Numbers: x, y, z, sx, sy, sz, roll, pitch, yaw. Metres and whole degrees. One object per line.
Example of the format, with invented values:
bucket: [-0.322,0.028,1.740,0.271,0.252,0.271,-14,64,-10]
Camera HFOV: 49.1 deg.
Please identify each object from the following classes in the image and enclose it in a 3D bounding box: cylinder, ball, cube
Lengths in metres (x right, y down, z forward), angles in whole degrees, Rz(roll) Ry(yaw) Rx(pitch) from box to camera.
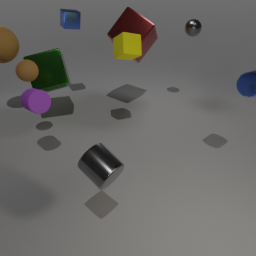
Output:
cylinder: [-2.774,-0.817,8.424,0.700,0.700,0.700,-21,24,-32]
ball: [-3.240,-1.839,8.996,0.700,0.700,0.700,0,30,0]
ball: [-4.972,-3.232,10.880,1.400,1.400,1.400,0,30,0]
cube: [-0.025,-2.739,9.436,0.700,0.700,0.700,-2,0,-31]
cube: [-3.221,-2.270,11.406,1.400,1.400,1.400,-16,6,-5]
cube: [0.227,-3.834,11.679,1.400,1.400,1.400,38,4,11]
cylinder: [3.567,-1.273,7.966,0.700,0.700,0.700,26,32,37]
cube: [-2.455,-4.619,11.879,0.700,0.700,0.700,-8,32,-26]
cylinder: [-0.552,0.785,5.766,0.700,0.700,0.700,42,45,16]
ball: [2.744,-4.216,11.797,0.700,0.700,0.700,0,30,0]
